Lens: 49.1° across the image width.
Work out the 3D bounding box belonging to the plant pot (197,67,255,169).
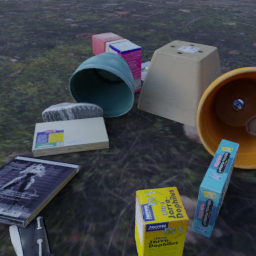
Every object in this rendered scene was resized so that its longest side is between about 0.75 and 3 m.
[{"bbox_3d":[3.633,-0.526,8.783,2.834,2.834,2.595,8,18,13],"label":"plant pot"}]

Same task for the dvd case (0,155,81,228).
[{"bbox_3d":[-2.700,1.434,7.131,2.034,0.218,2.735,6,20,14],"label":"dvd case"}]

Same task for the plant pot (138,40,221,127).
[{"bbox_3d":[2.177,-1.978,11.083,2.689,2.380,2.685,20,38,29],"label":"plant pot"}]

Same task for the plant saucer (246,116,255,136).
[{"bbox_3d":[4.033,-0.094,8.519,0.838,0.838,0.144,6,42,10],"label":"plant saucer"}]

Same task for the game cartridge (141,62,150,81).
[{"bbox_3d":[1.285,-2.761,14.136,1.546,0.475,2.323,-30,43,-32],"label":"game cartridge"}]

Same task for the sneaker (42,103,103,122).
[{"bbox_3d":[-2.037,-0.699,10.507,2.218,0.829,0.909,0,32,1],"label":"sneaker"}]

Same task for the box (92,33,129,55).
[{"bbox_3d":[-1.024,-4.736,16.489,1.380,1.176,2.158,-19,37,-27],"label":"box"}]

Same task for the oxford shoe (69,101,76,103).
[{"bbox_3d":[-2.102,-1.120,11.673,0.835,0.298,0.298,-16,37,-20],"label":"oxford shoe"}]

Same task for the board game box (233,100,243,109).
[{"bbox_3d":[4.971,-1.458,12.117,1.443,0.367,2.133,-8,33,-12],"label":"board game box"}]

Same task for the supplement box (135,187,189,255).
[{"bbox_3d":[0.616,2.033,5.592,0.830,1.515,0.825,-5,34,-7],"label":"supplement box"}]

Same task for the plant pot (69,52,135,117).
[{"bbox_3d":[-0.790,-1.774,10.398,2.382,2.382,1.596,7,51,11],"label":"plant pot"}]

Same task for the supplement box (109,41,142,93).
[{"bbox_3d":[-0.100,-2.584,12.276,1.067,2.066,1.045,-19,39,-25],"label":"supplement box"}]

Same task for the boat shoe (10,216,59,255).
[{"bbox_3d":[-1.596,2.635,5.276,0.763,0.934,2.529,-21,30,-22],"label":"boat shoe"}]

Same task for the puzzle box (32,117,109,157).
[{"bbox_3d":[-1.937,0.248,9.505,2.411,0.307,1.604,-6,33,-9],"label":"puzzle box"}]

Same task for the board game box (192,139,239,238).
[{"bbox_3d":[2.114,1.383,6.686,0.446,1.436,1.902,16,36,24],"label":"board game box"}]
